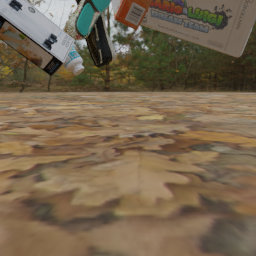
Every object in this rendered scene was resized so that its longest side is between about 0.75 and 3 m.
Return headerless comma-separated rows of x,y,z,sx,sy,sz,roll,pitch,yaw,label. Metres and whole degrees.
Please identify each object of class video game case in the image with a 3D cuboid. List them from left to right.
1.283,-2.652,5.141,2.380,2.167,0.282,26,49,20,video game case

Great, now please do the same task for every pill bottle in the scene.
-1.602,-1.917,7.661,0.529,0.955,0.529,-36,0,0,pill bottle

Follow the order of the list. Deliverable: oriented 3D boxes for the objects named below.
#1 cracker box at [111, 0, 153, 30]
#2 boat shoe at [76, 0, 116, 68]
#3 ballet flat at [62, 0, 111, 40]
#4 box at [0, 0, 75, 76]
0.104,-1.855,3.669,0.337,0.783,1.170,21,31,-20,cracker box
-1.321,-3.642,10.382,0.854,2.833,1.071,-35,24,-23,boat shoe
-1.351,-3.809,9.037,0.832,0.985,2.604,-1,50,37,ballet flat
-1.908,-1.878,5.472,0.485,1.612,0.940,-34,31,35,box
